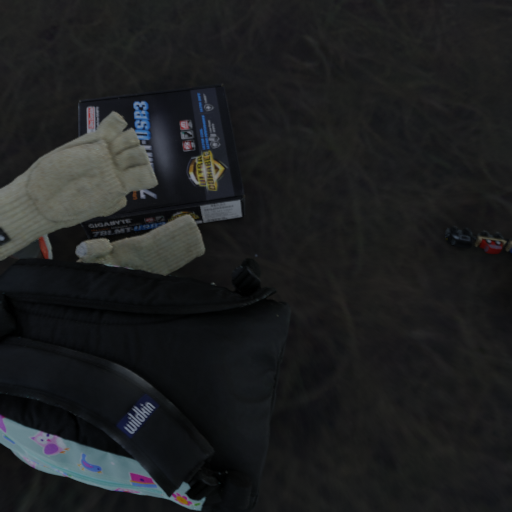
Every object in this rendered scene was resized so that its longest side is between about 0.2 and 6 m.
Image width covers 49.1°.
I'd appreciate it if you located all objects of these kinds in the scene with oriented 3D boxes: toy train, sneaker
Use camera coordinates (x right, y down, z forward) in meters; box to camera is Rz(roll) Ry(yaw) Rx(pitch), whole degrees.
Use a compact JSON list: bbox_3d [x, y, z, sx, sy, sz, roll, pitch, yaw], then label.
[{"bbox_3d":[4.517,-0.237,10.724,1.765,0.301,0.404,9,61,4],"label":"toy train"},{"bbox_3d":[-4.078,-0.331,9.578,0.922,2.253,0.868,-19,70,-25],"label":"sneaker"}]

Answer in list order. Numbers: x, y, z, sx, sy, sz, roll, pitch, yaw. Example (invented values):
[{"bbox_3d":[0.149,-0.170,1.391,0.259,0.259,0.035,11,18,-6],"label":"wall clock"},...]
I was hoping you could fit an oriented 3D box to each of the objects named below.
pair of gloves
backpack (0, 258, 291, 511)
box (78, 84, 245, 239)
[{"bbox_3d":[-2.580,-0.384,9.074,2.861,3.365,0.590,-33,49,-4],"label":"pair of gloves"},{"bbox_3d":[-1.928,1.806,8.105,4.392,2.780,3.665,12,45,1],"label":"backpack"},{"bbox_3d":[-1.987,-2.021,11.493,3.152,0.789,3.176,-7,60,-5],"label":"box"}]
